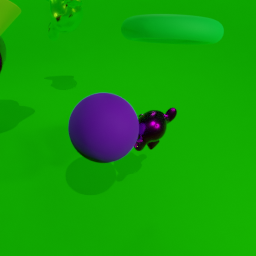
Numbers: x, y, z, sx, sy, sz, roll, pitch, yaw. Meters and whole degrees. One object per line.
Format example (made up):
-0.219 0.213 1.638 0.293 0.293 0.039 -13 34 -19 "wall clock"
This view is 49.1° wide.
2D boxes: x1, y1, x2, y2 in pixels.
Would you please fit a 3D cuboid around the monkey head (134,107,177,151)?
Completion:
0.498 0.084 5.709 1.225 0.881 0.738 -42 25 -21 "monkey head"

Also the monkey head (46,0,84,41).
-1.979 -3.419 8.087 1.335 1.856 1.118 18 60 -32 "monkey head"

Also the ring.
0.814 -1.827 5.294 1.902 0.380 1.902 3 14 -1 "ring"

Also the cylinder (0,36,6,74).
-3.702 -1.767 6.715 1.367 1.367 1.367 -11 28 -14 "cylinder"

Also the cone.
-2.889 -2.060 5.781 1.095 1.099 1.095 12 2 0 "cone"

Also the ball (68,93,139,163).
-0.429 -0.002 4.992 1.250 1.250 1.250 0 37 0 "ball"
